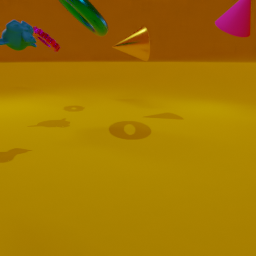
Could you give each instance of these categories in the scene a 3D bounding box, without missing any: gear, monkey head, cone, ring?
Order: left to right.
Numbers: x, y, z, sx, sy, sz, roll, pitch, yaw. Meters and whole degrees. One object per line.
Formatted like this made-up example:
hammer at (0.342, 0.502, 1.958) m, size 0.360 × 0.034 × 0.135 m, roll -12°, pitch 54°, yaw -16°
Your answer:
monkey head at (-3.337, -2.747, 8.712) m, size 1.475 × 0.889 × 1.061 m, roll -15°, pitch 58°, yaw -49°
gear at (-3.286, -3.530, 11.195) m, size 1.239 × 0.229 × 1.239 m, roll 34°, pitch -6°, yaw 4°
ring at (-1.375, -3.431, 8.091) m, size 2.013 × 0.403 × 2.013 m, roll 41°, pitch 3°, yaw -3°
cone at (0.030, -2.868, 9.732) m, size 1.189 × 1.184 × 1.184 m, roll -8°, pitch 16°, yaw -10°
cone at (2.882, -2.990, 7.127) m, size 0.971 × 0.974 × 0.971 m, roll 9°, pitch 43°, yaw -8°
